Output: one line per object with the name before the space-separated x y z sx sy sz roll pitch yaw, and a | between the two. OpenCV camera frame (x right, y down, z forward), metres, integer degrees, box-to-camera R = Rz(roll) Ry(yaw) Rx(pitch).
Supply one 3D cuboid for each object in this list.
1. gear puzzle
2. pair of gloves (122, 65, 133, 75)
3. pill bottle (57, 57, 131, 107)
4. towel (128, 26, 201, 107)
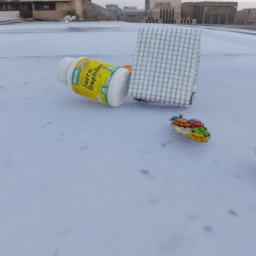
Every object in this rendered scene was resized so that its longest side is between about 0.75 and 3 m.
gear puzzle | 1.651 -0.023 7.375 1.026 0.259 1.981 11 17 0
pair of gloves | -0.069 -2.192 11.900 1.418 0.197 1.592 11 50 28
pill bottle | -1.241 -1.721 9.866 2.416 1.362 1.362 21 31 20
towel | 1.309 -2.084 9.749 2.231 2.695 1.153 8 -7 7
